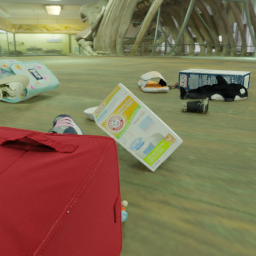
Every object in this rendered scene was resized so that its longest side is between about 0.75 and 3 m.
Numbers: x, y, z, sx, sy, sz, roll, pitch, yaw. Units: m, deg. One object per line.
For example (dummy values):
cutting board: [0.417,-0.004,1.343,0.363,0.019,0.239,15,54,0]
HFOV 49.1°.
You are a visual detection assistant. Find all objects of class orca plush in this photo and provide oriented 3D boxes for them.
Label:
orca plush: [3.335,-1.611,10.828,2.597,0.923,1.366,4,18,14]

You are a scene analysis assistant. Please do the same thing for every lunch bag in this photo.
lunch bag: [-4.136,-1.829,10.726,2.401,1.464,2.045,15,20,15]

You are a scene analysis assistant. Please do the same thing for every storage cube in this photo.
storage cube: [-0.805,0.858,2.060,1.234,1.444,1.298,5,24,14]

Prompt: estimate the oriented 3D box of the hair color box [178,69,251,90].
hair color box: [3.853,-2.138,12.648,2.830,0.856,1.415,12,21,33]

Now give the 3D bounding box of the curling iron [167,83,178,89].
curling iron: [2.300,-2.093,13.618,0.414,0.214,1.671,11,20,34]

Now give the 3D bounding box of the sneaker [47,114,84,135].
sneaker: [-1.450,0.094,5.826,0.710,0.607,1.731,-5,16,-26]

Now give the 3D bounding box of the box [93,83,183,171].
box: [0.143,-0.020,4.716,1.324,0.745,0.671,41,6,-22]

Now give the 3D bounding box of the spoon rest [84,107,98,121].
spoon rest: [-0.353,-0.450,7.718,1.817,0.551,0.903,7,19,20]

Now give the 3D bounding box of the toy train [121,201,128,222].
toy train: [-0.524,1.005,3.477,0.764,0.283,1.017,-14,25,-42]

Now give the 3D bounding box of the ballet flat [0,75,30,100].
ballet flat: [-3.581,-1.043,7.975,0.671,0.671,1.932,16,30,42]

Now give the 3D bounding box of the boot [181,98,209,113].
boot: [2.152,-0.743,8.946,0.813,0.388,1.076,3,17,17]

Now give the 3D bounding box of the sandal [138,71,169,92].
sandal: [1.023,-2.230,13.023,1.094,0.819,2.857,-4,17,-12]
